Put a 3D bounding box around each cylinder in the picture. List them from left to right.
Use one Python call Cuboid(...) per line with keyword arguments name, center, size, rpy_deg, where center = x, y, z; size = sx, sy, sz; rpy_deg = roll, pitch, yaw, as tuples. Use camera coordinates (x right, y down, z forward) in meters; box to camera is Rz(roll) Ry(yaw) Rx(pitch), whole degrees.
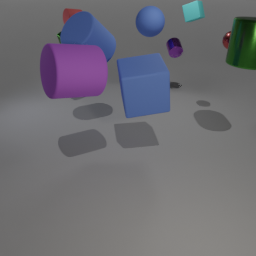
Cuboid(name="cylinder", center=(-1.475, -1.523, 7.539), size=(1.400, 1.400, 1.400), rpy_deg=(-8, 28, -33))
Cuboid(name="cylinder", center=(-2.336, -4.720, 11.983), size=(0.700, 0.700, 0.700), rpy_deg=(-11, 29, -34))
Cuboid(name="cylinder", center=(-1.352, -3.020, 9.690), size=(1.400, 1.400, 1.400), rpy_deg=(21, -4, 34))
Cuboid(name="cylinder", center=(2.264, -3.901, 13.616), size=(0.700, 0.700, 0.700), rpy_deg=(-4, 54, -7))
Cuboid(name="cylinder", center=(3.906, -2.671, 8.768), size=(1.400, 1.400, 1.400), rpy_deg=(2, 27, -1))

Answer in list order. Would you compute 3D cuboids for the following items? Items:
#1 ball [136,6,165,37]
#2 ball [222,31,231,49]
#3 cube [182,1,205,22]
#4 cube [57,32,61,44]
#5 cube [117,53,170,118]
Cuboid(name="ball", center=(1.063, -5.099, 13.437), size=(1.400, 1.400, 1.400), rpy_deg=(0, 28, 0))
Cuboid(name="ball", center=(3.952, -3.325, 10.637), size=(0.700, 0.700, 0.700), rpy_deg=(0, 28, 0))
Cuboid(name="cube", center=(2.878, -5.093, 12.266), size=(0.700, 0.700, 0.700), rpy_deg=(-6, 15, 34))
Cuboid(name="cube", center=(-2.398, -3.640, 11.624), size=(0.700, 0.700, 0.700), rpy_deg=(-41, 66, -18))
Cuboid(name="cube", center=(0.474, -1.340, 8.765), size=(1.400, 1.400, 1.400), rpy_deg=(-9, 38, -2))
